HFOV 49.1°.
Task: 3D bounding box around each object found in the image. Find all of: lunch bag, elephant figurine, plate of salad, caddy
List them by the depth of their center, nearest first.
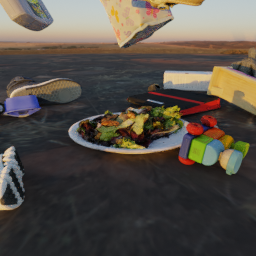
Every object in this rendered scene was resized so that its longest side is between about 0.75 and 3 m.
[{"bbox_3d":[0.115,-0.116,6.308,2.866,0.688,2.866,1,18,0],"label":"plate of salad"},{"bbox_3d":[0.078,-3.507,8.084,1.424,1.900,2.240,-26,7,-22],"label":"lunch bag"},{"bbox_3d":[-3.058,-0.589,8.093,1.037,0.544,0.733,-11,-2,-30],"label":"caddy"},{"bbox_3d":[4.331,-2.018,10.391,1.301,1.839,1.427,-2,18,-6],"label":"elephant figurine"}]

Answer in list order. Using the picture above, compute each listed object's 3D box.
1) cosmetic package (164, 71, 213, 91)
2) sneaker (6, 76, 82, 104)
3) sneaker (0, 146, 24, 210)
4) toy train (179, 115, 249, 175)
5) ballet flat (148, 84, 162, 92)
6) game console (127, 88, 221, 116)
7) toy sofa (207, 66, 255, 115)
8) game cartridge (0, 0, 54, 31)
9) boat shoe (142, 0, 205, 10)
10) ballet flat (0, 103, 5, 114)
[{"bbox_3d":[2.699,-2.113,12.472,2.146,0.794,1.091,2,18,10],"label":"cosmetic package"},{"bbox_3d":[-3.001,-1.380,9.886,2.433,0.925,1.758,-11,23,-28],"label":"sneaker"},{"bbox_3d":[-1.826,0.754,3.970,0.600,0.556,1.481,-18,19,-15],"label":"sneaker"},{"bbox_3d":[1.776,0.254,5.220,1.014,0.742,1.753,25,28,32],"label":"toy train"},{"bbox_3d":[1.125,-1.617,11.378,0.566,0.484,1.704,2,18,8],"label":"ballet flat"},{"bbox_3d":[1.540,-0.872,9.345,2.205,0.387,2.494,-17,24,-36],"label":"game console"},{"bbox_3d":[3.556,-1.085,8.283,1.132,0.960,2.319,-4,27,-24],"label":"toy sofa"},{"bbox_3d":[-3.225,-3.945,8.624,0.590,1.920,2.885,-25,15,9],"label":"game cartridge"},{"bbox_3d":[0.421,-2.579,5.264,2.350,0.739,0.857,25,45,26],"label":"boat shoe"},{"bbox_3d":[-3.865,-0.461,7.598,0.495,0.492,1.446,-14,13,19],"label":"ballet flat"}]
